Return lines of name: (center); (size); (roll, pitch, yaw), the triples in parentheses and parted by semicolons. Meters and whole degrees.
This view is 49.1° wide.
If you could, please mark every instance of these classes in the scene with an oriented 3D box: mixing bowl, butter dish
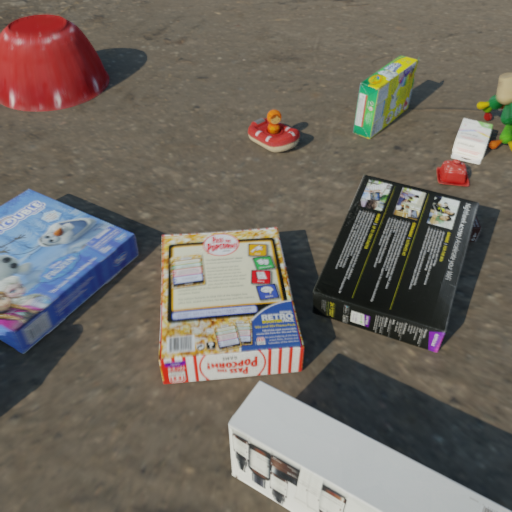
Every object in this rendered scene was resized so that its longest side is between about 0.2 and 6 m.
mixing bowl: (-5.984, -5.681, 15.925); (3.302, 1.789, 3.302); (1, 43, -1)
butter dish: (4.508, -1.957, 12.743); (0.699, 0.518, 0.701); (7, 43, 9)

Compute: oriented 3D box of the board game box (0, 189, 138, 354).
board game box: (-4.262, 0.090, 10.375); (2.895, 0.631, 2.909); (21, 45, 23)

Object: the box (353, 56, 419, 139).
box: (3.440, -4.206, 14.538); (0.592, 1.436, 2.448); (30, 49, 27)

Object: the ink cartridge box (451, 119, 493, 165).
ink cartridge box: (5.282, -2.813, 13.720); (0.746, 0.429, 1.274); (18, 48, 17)

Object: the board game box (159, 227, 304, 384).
board game box: (-0.517, 0.721, 9.665); (2.220, 0.679, 2.931); (-4, 42, -4)

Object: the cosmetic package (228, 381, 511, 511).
cosmetic package: (1.241, 2.904, 6.788); (3.320, 1.370, 0.841); (22, 49, 23)

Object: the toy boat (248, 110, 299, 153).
toy boat: (0.449, -3.165, 13.789); (0.891, 0.892, 1.365); (-33, 52, -31)

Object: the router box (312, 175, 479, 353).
router box: (2.533, 0.008, 10.038); (2.222, 0.761, 2.979); (17, 56, 17)

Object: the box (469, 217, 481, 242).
box: (3.737, -0.625, 11.239); (1.308, 0.490, 0.655); (-4, 52, -1)

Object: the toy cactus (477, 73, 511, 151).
toy cactus: (6.058, -3.581, 13.718); (1.082, 1.746, 2.116); (-14, 36, 9)
